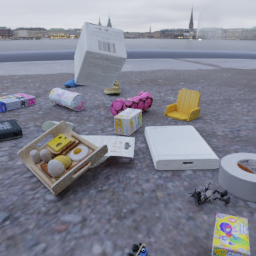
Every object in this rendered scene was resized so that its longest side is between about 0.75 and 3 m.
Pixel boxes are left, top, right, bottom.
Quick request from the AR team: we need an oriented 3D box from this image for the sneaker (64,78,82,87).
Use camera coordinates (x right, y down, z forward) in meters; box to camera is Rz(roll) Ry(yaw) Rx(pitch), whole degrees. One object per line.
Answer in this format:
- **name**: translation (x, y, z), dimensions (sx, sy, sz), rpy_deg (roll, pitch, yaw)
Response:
- **sneaker**: translation (-3.408, -3.202, 18.823), dimensions (1.974, 0.774, 0.651), rpy_deg (-17, 28, -36)

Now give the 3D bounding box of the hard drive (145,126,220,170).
- **hard drive**: translation (1.589, 0.546, 9.045), dimensions (1.808, 0.366, 2.741), rpy_deg (-1, 19, -3)

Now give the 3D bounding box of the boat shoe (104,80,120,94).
- **boat shoe**: translation (-0.972, -2.659, 17.173), dimensions (0.972, 0.838, 2.664), rpy_deg (-1, 20, -3)

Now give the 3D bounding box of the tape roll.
- **tape roll**: translation (3.138, 1.191, 7.015), dimensions (1.621, 0.535, 1.621), rpy_deg (1, 20, 0)

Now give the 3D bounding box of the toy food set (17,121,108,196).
- **toy food set**: translation (-1.800, 0.619, 7.396), dimensions (1.666, 0.701, 2.322), rpy_deg (-39, 39, -22)

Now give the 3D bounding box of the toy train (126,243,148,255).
- **toy train**: translation (-0.018, 2.332, 4.266), dimensions (0.362, 0.270, 1.581), rpy_deg (12, 23, 20)

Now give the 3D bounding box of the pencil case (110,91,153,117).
- **pencil case**: translation (0.252, -1.076, 12.545), dimensions (0.989, 1.020, 2.179), rpy_deg (34, 35, 24)

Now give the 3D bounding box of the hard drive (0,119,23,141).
- **hard drive**: translation (-5.059, 0.170, 10.094), dimensions (2.110, 0.347, 1.472), rpy_deg (-12, 23, -30)

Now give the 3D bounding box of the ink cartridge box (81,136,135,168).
- **ink cartridge box**: translation (-0.769, 0.703, 8.526), dimensions (1.916, 0.453, 1.534), rpy_deg (2, 20, 2)

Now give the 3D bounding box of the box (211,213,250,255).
- **box**: translation (1.610, 1.970, 4.457), dimensions (0.513, 0.810, 0.841), rpy_deg (7, 20, 18)

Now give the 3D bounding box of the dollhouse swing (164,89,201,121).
- **dollhouse swing**: translation (2.433, -1.051, 12.350), dimensions (1.279, 1.124, 1.162), rpy_deg (19, 27, 40)

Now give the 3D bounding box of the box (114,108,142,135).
- **box**: translation (0.018, -0.251, 10.756), dimensions (0.620, 0.688, 1.224), rpy_deg (9, 22, 23)

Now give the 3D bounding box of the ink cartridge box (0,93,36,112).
- **ink cartridge box**: translation (-5.955, -1.243, 13.872), dimensions (1.405, 0.494, 2.354), rpy_deg (14, 26, 34)

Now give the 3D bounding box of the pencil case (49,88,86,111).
- **pencil case**: translation (-2.985, -1.422, 13.734), dimensions (2.036, 0.847, 0.924), rpy_deg (17, 16, 38)

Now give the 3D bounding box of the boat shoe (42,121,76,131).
- **boat shoe**: translation (-2.595, -0.013, 10.623), dimensions (1.292, 0.451, 0.460), rpy_deg (2, -2, 14)

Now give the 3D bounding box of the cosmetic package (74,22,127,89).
- **cosmetic package**: translation (-0.976, -2.359, 9.347), dimensions (1.346, 1.608, 1.338), rpy_deg (5, 57, -22)

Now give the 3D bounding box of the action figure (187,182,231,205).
- **action figure**: translation (1.817, 1.483, 6.350), dimensions (0.906, 0.462, 0.538), rpy_deg (3, 31, 4)
